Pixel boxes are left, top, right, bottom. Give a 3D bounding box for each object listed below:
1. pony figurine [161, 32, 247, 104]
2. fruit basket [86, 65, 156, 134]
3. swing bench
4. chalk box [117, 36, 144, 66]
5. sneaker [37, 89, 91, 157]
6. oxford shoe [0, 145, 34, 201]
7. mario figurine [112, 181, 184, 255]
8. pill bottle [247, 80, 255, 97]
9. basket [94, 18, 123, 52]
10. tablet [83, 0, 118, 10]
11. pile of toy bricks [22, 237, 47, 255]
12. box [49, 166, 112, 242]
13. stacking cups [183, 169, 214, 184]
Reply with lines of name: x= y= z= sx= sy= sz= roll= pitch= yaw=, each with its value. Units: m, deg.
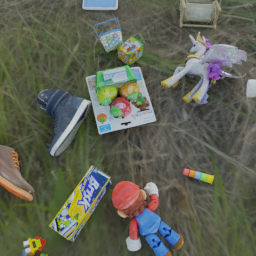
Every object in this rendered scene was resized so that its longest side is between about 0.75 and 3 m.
pony figurine: x=2.808 y=-2.127 z=10.132 sx=2.467 sy=2.129 sz=2.556 roll=30 pitch=83 yaw=23
fruit basket: x=-0.274 y=-1.068 z=9.929 sx=2.076 sy=1.051 sz=2.242 roll=-13 pitch=68 yaw=-6
swing bench: x=3.038 y=-5.154 z=11.945 sx=1.551 sy=1.012 sz=1.559 roll=5 pitch=59 yaw=3
chalk box: x=0.186 y=-3.100 z=11.109 sx=1.054 sy=0.658 sz=0.654 roll=-41 pitch=71 yaw=-17
sneaker: x=-2.522 y=-0.290 z=9.518 sx=1.725 sy=0.908 sz=2.387 roll=25 pitch=57 yaw=0
oxford shoe: x=-3.862 y=1.166 z=8.879 sx=2.866 sy=1.022 sz=1.045 roll=36 pitch=65 yaw=16
mario figurine: x=0.477 y=2.648 z=8.357 sx=2.472 sy=1.310 sz=1.526 roll=50 pitch=38 yaw=10
pill bottle: x=4.752 y=-1.327 z=9.503 sx=1.279 sy=0.723 sz=0.723 roll=2 pitch=64 yaw=15
basket: x=-0.706 y=-3.755 z=11.261 sx=1.028 sy=0.811 sz=1.165 roll=-22 pitch=83 yaw=-3
tablet: x=-1.230 y=-6.357 z=12.959 sx=1.570 sy=0.165 sz=2.413 roll=1 pitch=65 yaw=0
pile of toy bricks: x=-2.405 y=3.862 z=7.801 sx=0.748 sy=0.841 sz=1.515 roll=-4 pitch=43 yaw=-33
box: x=-1.369 y=2.266 z=8.495 sx=0.749 sy=0.688 sz=2.139 roll=29 pitch=68 yaw=14
stacking cups: x=2.271 y=1.550 z=9.109 sx=0.956 sy=0.289 sz=0.289 roll=15 pitch=65 yaw=13
